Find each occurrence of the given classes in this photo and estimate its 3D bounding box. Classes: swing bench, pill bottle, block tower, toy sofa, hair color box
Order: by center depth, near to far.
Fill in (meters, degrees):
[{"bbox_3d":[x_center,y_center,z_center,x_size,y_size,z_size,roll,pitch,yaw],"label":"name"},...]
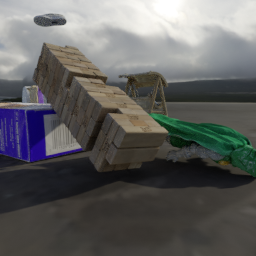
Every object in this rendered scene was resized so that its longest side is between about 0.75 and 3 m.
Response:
[{"bbox_3d":[-0.637,-0.443,4.339,0.800,0.747,2.766,2,33,-40],"label":"block tower"},{"bbox_3d":[-2.083,-0.057,5.619,2.792,0.905,1.526,3,8,39],"label":"hair color box"},{"bbox_3d":[-3.613,-0.985,11.361,0.698,1.431,0.593,-4,3,36],"label":"toy sofa"},{"bbox_3d":[-3.537,-1.296,13.428,2.748,1.564,1.564,-4,7,-29],"label":"pill bottle"},{"bbox_3d":[0.726,-1.597,13.531,1.389,2.142,2.130,-5,8,-41],"label":"swing bench"}]

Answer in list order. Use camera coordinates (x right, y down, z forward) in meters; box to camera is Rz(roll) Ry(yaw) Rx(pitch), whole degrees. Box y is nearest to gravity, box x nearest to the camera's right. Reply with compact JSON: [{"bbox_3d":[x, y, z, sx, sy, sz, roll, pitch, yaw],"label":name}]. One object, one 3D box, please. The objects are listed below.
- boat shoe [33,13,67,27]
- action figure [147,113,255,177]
[{"bbox_3d":[-3.213,-4.497,11.505,1.338,0.440,0.481,-11,-32,-21],"label":"boat shoe"},{"bbox_3d":[1.031,0.191,4.434,1.434,0.664,2.428,-3,14,-32],"label":"action figure"}]
